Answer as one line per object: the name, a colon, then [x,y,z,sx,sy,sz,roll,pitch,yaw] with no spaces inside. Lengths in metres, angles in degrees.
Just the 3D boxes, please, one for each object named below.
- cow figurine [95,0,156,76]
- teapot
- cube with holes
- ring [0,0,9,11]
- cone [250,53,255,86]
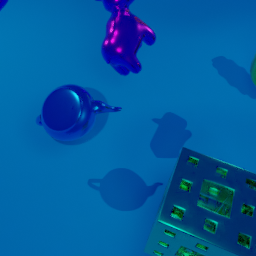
cow figurine: [-0.182,-1.971,5.376,0.860,1.541,1.566,3,64,52]
teapot: [-0.970,-0.255,5.128,1.673,0.819,1.040,-11,75,16]
cube with holes: [1.108,1.318,4.175,1.254,1.254,1.254,20,51,10]
ring: [-2.811,-2.928,5.391,0.389,1.947,1.947,32,62,-1]
cone: [2.962,-1.559,5.641,1.425,1.430,1.425,-15,67,39]
